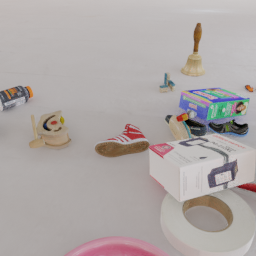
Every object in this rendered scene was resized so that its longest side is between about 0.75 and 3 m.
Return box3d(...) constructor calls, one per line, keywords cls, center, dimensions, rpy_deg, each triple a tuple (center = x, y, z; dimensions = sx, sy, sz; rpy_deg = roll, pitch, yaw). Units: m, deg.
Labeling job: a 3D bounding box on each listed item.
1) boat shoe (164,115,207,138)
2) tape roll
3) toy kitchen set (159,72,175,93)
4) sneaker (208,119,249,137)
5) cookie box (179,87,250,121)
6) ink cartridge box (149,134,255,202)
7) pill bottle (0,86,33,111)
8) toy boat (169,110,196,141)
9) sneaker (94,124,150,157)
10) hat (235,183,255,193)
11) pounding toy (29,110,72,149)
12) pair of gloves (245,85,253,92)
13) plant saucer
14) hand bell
box3d(cls="boat shoe", center=(1.969, -0.161, 9.693), dimensions=(0.618, 0.510, 1.651), rpy_deg=(-27, 42, -32))
box3d(cls="tape roll", center=(1.794, 2.052, 6.398), dimensions=(2.103, 0.384, 2.103), rpy_deg=(-1, 30, 1))
box3d(cls="toy kitchen set", center=(1.631, -2.025, 12.470), dimensions=(0.743, 0.547, 0.928), rpy_deg=(-10, 34, -14))
box3d(cls="sneaker", center=(3.408, -0.070, 9.521), dimensions=(1.339, 0.555, 0.475), rpy_deg=(7, 33, 10))
box3d(cls="cookie box", center=(3.131, -0.925, 10.296), dimensions=(1.891, 0.711, 1.617), rpy_deg=(-9, 25, -25))
box3d(cls="ink cartridge box", center=(1.836, 0.892, 7.104), dimensions=(2.169, 0.915, 1.570), rpy_deg=(-9, 18, -20))
box3d(cls="pill bottle", center=(-4.502, -1.244, 11.126), dimensions=(0.739, 0.739, 1.391), rpy_deg=(29, 43, 36))
box3d(cls="toy boat", center=(1.764, -0.086, 8.882), dimensions=(0.590, 1.269, 1.067), rpy_deg=(-20, 61, -12))
box3d(cls="sneaker", center=(-0.269, 0.367, 8.812), dimensions=(1.712, 0.610, 0.963), rpy_deg=(-3, 37, -18))
box3d(cls="hat", center=(3.967, 1.606, 7.301), dimensions=(2.856, 2.514, 2.365), rpy_deg=(51, 42, 9))
box3d(cls="pounding toy", center=(-2.416, -0.057, 9.000), dimensions=(1.101, 1.105, 1.926), rpy_deg=(-5, 34, 1))
box3d(cls="pair of gloves", center=(5.646, -1.745, 12.461), dimensions=(0.808, 0.100, 0.720), rpy_deg=(6, 33, 4))
box3d(cls="plant saucer", center=(-0.207, 3.144, 4.565), dimensions=(2.758, 0.699, 2.758), rpy_deg=(0, 33, 0))
box3d(cls="hand bell", center=(3.293, -3.852, 13.566), dimensions=(1.239, 2.379, 1.239), rpy_deg=(0, 33, 0))
